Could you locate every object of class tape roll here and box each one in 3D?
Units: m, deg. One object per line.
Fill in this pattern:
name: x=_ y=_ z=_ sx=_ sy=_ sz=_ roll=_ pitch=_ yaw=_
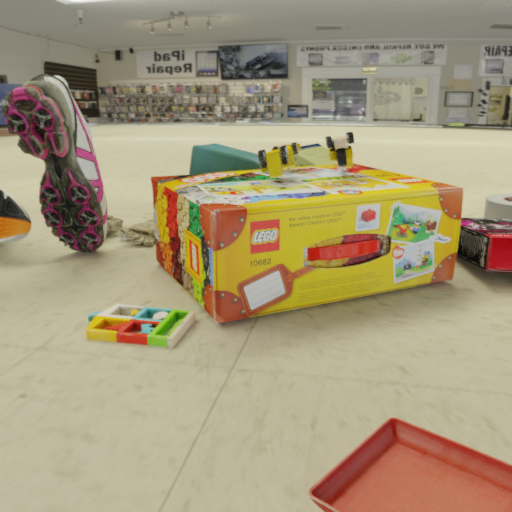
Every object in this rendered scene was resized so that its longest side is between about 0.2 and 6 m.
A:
tape roll: x=6.546 y=-1.113 z=13.812 sx=1.699 sy=0.561 sz=1.699 roll=1 pitch=17 yaw=0

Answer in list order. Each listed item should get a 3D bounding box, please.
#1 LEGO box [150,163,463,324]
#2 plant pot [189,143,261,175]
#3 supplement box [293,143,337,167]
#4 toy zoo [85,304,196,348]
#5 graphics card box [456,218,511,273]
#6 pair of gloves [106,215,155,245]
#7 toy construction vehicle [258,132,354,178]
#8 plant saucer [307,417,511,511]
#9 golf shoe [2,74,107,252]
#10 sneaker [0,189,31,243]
LEGO box: x=0.717 y=-0.495 z=9.824 sx=4.395 sy=1.696 sz=3.273 roll=-8 pitch=19 yaw=-24
plant pot: x=-0.322 y=-1.680 z=13.253 sx=2.168 sy=1.532 sz=1.531 roll=14 pitch=16 yaw=14
supplement box: x=1.678 y=-1.848 z=14.119 sx=1.773 sy=1.192 sz=1.775 roll=33 pitch=30 yaw=19
toy zoo: x=-1.684 y=0.947 z=7.803 sx=1.462 sy=0.150 sz=0.959 roll=4 pitch=18 yaw=12
graphics card box: x=4.555 y=-0.249 z=10.429 sx=1.625 sy=0.659 sz=2.590 roll=1 pitch=10 yaw=-1
pair of gloves: x=-3.029 y=-0.594 z=12.492 sx=2.021 sy=0.354 sz=1.718 roll=6 pitch=13 yaw=4
toy construction vehicle: x=0.911 y=-1.712 z=9.963 sx=1.661 sy=0.672 sz=1.907 roll=-10 pitch=12 yaw=6
plant saucer: x=1.363 y=1.927 z=4.435 sx=1.415 sy=0.260 sz=1.417 roll=14 pitch=21 yaw=39
golf shoe: x=-3.475 y=-1.709 z=10.726 sx=1.254 sy=3.454 sz=1.590 roll=0 pitch=33 yaw=13
sneaker: x=-5.458 y=-0.760 z=11.544 sx=2.924 sy=1.107 sz=1.345 roll=11 pitch=-10 yaw=30
